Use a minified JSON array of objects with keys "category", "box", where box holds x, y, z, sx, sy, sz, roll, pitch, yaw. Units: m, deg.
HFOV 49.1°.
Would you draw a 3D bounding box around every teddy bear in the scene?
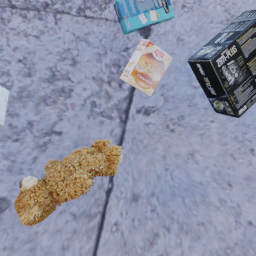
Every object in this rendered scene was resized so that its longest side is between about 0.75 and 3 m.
[{"category":"teddy bear","box":[-1.167,0.882,5.449,2.326,0.777,1.687,-25,29,-3]}]

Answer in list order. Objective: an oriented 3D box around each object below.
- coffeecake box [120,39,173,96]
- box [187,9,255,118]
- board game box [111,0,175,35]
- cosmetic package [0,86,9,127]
[{"category":"coffeecake box","box":[0.338,-1.099,5.138,0.821,0.630,0.300,-60,35,7]},{"category":"box","box":[2.714,-1.539,6.694,2.034,0.876,1.666,-41,116,-9]},{"category":"board game box","box":[0.402,-3.330,7.623,1.510,0.354,1.140,-22,99,-15]},{"category":"cosmetic package","box":[-3.019,-0.519,5.714,0.557,0.903,0.906,-19,59,25]}]
